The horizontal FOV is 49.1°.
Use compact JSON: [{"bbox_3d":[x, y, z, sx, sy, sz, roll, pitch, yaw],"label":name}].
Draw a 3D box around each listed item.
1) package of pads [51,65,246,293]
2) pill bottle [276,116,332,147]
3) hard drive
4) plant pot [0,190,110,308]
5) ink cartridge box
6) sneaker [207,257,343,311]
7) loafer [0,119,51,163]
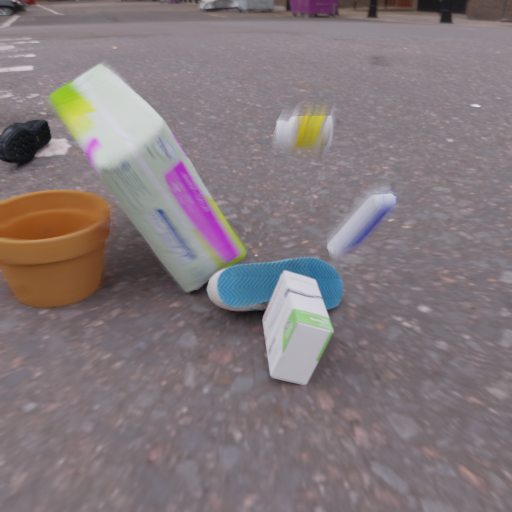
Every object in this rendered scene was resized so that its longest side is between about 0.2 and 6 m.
[{"bbox_3d":[-1.772,-1.313,9.130,1.230,2.786,3.606,-36,41,-5],"label":"package of pads"},{"bbox_3d":[0.632,-1.639,7.381,0.713,0.397,0.397,-1,28,5],"label":"pill bottle"},{"bbox_3d":[1.321,-0.412,6.829,0.154,0.800,1.213,44,21,12],"label":"hard drive"},{"bbox_3d":[-3.129,-0.072,8.596,1.860,1.302,1.860,0,28,0],"label":"plant pot"},{"bbox_3d":[0.491,0.889,7.156,0.508,0.880,1.209,16,26,-13],"label":"ink cartridge box"},{"bbox_3d":[0.298,0.428,8.191,2.062,0.789,0.833,4,-7,-22],"label":"sneaker"},{"bbox_3d":[-6.154,-2.948,14.483,0.933,0.903,2.658,-5,24,3],"label":"loafer"}]
